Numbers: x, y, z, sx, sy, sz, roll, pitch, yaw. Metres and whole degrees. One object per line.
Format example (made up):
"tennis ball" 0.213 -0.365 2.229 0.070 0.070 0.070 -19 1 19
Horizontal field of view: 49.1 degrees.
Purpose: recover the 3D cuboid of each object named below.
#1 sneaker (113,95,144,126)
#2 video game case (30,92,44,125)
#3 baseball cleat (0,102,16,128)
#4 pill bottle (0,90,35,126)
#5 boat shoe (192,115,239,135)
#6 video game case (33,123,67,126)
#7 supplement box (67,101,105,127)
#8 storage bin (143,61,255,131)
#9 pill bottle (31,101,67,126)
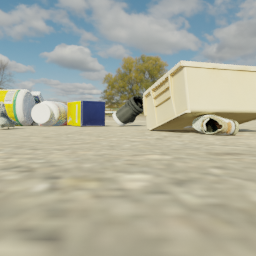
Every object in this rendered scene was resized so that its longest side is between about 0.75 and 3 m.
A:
"sneaker" 0.313 -0.867 12.611 1.313 0.936 2.647 -36 1 19
"video game case" -5.120 -0.954 14.189 2.135 0.269 2.343 0 -37 5
"baseball cleat" -3.859 -0.379 8.740 0.551 0.841 1.581 -6 1 -15
"pill bottle" -5.897 -0.908 12.699 2.941 1.659 1.659 0 2 3
"boat shoe" 1.689 -0.078 5.754 0.394 0.431 1.153 6 0 -28
"video game case" -3.822 -0.202 14.064 1.585 0.138 1.134 -2 2 -32
"supplement box" -1.874 -0.614 12.305 1.068 1.075 1.963 0 2 -29
"storage bin" 1.909 -0.645 7.189 2.407 1.128 2.389 -1 -10 -19
"pill bottle" -3.432 -0.632 12.515 1.108 1.108 2.037 0 2 10
